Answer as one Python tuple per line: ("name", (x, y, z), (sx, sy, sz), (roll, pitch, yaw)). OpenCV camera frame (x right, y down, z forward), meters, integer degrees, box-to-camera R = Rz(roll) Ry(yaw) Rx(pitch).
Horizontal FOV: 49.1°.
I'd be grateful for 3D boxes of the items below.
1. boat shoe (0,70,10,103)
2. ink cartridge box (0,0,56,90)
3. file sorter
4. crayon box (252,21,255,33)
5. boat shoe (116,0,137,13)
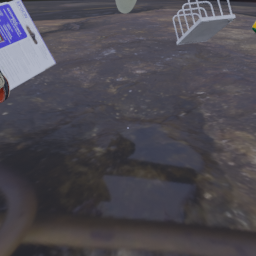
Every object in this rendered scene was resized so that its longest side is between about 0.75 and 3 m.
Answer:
("boat shoe", (-1.679, -0.635, 3.428), (0.312, 0.877, 0.274), (-2, 45, -9))
("ink cartridge box", (-2.831, -1.959, 6.687), (0.396, 1.809, 1.826), (-9, 27, 38))
("file sorter", (2.385, -3.637, 9.210), (1.205, 1.082, 1.737), (-12, -3, -16))
("crayon box", (2.824, -2.015, 4.176), (0.488, 1.676, 0.996), (16, 23, -40))
("boat shoe", (-0.005, -3.203, 5.928), (0.505, 1.418, 0.444), (2, 33, -3))
